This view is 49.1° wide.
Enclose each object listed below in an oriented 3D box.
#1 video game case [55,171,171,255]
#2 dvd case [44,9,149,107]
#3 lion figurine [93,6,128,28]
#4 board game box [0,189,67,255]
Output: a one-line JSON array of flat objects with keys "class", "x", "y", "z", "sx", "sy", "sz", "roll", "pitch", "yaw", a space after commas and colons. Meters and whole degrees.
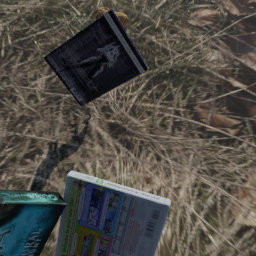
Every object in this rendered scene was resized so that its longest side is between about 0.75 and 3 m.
[{"class": "video game case", "x": -0.327, "y": 1.735, "z": 4.653, "sx": 1.664, "sy": 1.828, "sz": 0.202, "roll": 15, "pitch": 21, "yaw": 7}, {"class": "dvd case", "x": -0.644, "y": -1.297, "z": 5.540, "sx": 1.723, "sy": 1.281, "sz": 0.138, "roll": -25, "pitch": 24, "yaw": 25}, {"class": "lion figurine", "x": -0.446, "y": -3.238, "z": 8.222, "sx": 1.411, "sy": 0.864, "sz": 0.511, "roll": -15, "pitch": 93, "yaw": -33}, {"class": "board game box", "x": -2.136, "y": 1.993, "z": 4.059, "sx": 0.346, "sy": 1.663, "sz": 2.459, "roll": 37, "pitch": 104, "yaw": 42}]
